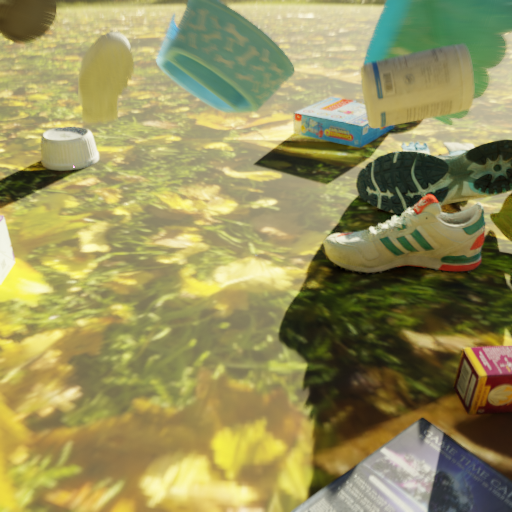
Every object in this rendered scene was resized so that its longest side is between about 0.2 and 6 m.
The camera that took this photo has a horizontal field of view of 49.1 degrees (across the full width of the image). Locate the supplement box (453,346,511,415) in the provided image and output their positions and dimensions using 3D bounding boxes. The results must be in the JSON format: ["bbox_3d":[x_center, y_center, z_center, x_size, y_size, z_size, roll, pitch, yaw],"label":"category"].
[{"bbox_3d":[2.962,1.471,6.661,1.002,0.656,0.517,-3,32,-4],"label":"supplement box"}]

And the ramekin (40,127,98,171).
[{"bbox_3d":[-4.624,-2.675,13.771,1.371,0.720,1.371,0,30,0],"label":"ramekin"}]

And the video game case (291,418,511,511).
[{"bbox_3d":[1.518,2.504,5.333,2.106,0.200,1.504,-20,36,-33],"label":"video game case"}]

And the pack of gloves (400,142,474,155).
[{"bbox_3d":[4.472,-2.418,13.825,1.822,0.428,2.169,5,22,14],"label":"pack of gloves"}]

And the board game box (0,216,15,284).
[{"bbox_3d":[-5.024,-0.043,9.004,1.793,0.924,0.940,-1,30,-2],"label":"board game box"}]

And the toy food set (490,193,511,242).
[{"bbox_3d":[5.165,-0.383,9.876,1.500,0.833,2.549,-21,25,13],"label":"toy food set"}]

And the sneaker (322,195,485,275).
[{"bbox_3d":[2.476,-0.444,9.346,2.717,1.270,0.957,1,30,1],"label":"sneaker"}]

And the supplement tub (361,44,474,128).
[{"bbox_3d":[1.725,-1.834,6.096,1.087,0.717,0.717,-8,29,10],"label":"supplement tub"}]

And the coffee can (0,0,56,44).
[{"bbox_3d":[-3.984,-4.220,8.900,0.983,0.983,1.343,-30,73,-41],"label":"coffee can"}]

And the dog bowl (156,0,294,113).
[{"bbox_3d":[-0.621,-2.941,8.623,1.773,0.788,3.181,33,1,-22],"label":"dog bowl"}]

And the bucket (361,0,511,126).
[{"bbox_3d":[2.468,-3.026,7.846,1.378,2.118,2.118,18,30,-6],"label":"bucket"}]

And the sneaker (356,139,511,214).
[{"bbox_3d":[3.769,-1.479,11.533,3.334,1.294,1.439,-3,-3,15],"label":"sneaker"}]

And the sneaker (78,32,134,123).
[{"bbox_3d":[-2.551,-3.010,9.089,0.821,0.865,2.149,-4,-15,-28],"label":"sneaker"}]

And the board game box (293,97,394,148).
[{"bbox_3d":[2.517,-3.831,15.879,2.137,0.610,2.183,20,36,31],"label":"board game box"}]
